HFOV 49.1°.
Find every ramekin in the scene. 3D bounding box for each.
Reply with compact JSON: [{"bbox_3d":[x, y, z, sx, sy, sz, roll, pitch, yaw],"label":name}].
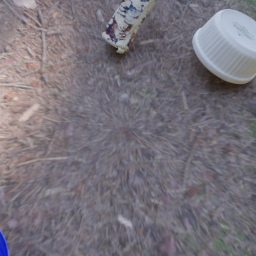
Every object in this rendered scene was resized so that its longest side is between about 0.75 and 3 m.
[{"bbox_3d":[3.184,-2.519,8.407,2.305,1.073,2.305,12,55,-18],"label":"ramekin"}]

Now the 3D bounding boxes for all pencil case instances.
[{"bbox_3d":[0.182,-3.646,8.871,2.539,0.988,1.136,-55,42,16],"label":"pencil case"}]

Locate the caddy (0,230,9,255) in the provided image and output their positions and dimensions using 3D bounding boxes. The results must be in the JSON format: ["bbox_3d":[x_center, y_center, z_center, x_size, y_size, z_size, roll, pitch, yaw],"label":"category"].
[{"bbox_3d":[-3.323,2.468,5.034,1.506,2.868,2.028,-14,44,12],"label":"caddy"}]
